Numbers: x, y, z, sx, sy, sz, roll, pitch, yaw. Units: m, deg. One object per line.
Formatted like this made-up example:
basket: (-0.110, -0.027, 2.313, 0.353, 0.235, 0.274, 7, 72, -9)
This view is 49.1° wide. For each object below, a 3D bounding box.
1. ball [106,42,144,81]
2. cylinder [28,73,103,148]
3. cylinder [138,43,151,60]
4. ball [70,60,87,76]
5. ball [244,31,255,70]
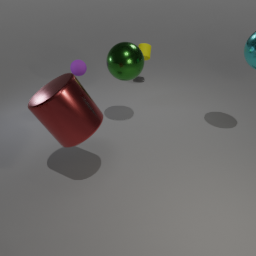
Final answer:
ball: (-0.094, -2.446, 10.322, 1.400, 1.400, 1.400, 0, 30, 0)
cylinder: (-1.581, -0.457, 7.243, 1.400, 1.400, 1.400, -26, 31, 16)
cylinder: (0.868, -4.081, 15.030, 0.700, 0.700, 0.700, 7, -7, 1)
ball: (-2.151, -2.612, 12.173, 0.700, 0.700, 0.700, 0, 30, 0)
ball: (4.503, -2.537, 9.063, 1.400, 1.400, 1.400, 0, 30, 0)
